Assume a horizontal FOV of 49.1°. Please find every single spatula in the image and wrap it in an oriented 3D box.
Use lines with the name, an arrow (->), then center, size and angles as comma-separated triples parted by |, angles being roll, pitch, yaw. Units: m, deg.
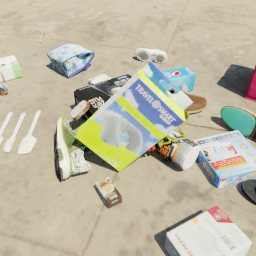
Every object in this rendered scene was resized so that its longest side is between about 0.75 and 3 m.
spatula -> -4.006, 0.112, 10.158 | 1.600, 0.185, 2.302 | -4, 39, 4

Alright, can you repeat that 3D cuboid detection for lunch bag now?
lunch bag -> -2.714, -3.394, 13.532 | 1.504, 1.127, 1.769 | 32, 59, 32

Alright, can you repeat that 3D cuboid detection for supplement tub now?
supplement tub -> 1.417, 0.597, 8.962 | 1.517, 0.929, 0.929 | 31, 49, 33

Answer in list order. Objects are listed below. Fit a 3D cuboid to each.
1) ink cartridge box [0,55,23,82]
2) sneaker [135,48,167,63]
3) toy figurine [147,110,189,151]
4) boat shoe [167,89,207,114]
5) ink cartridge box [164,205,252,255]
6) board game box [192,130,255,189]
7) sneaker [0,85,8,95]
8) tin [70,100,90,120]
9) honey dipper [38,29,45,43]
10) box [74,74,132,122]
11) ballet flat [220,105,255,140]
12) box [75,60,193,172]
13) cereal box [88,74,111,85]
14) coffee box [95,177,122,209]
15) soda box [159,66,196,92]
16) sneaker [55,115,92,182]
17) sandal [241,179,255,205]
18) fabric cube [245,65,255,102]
ink cartridge box -> -5.905, -2.706, 13.056 | 1.591, 0.668, 1.158 | -21, 44, -22
sneaker -> 1.199, -3.782, 14.463 | 1.683, 0.656, 0.836 | 14, 35, 3
toy figurine -> 0.388, -0.247, 8.693 | 2.583, 1.548, 1.363 | -17, 40, 30
boat shoe -> 1.904, -1.130, 11.068 | 2.458, 0.830, 0.885 | 5, 40, 6
ink cartridge box -> 1.834, 2.748, 6.610 | 1.607, 0.665, 1.171 | -20, 44, -22
board game box -> 3.186, 0.932, 8.900 | 1.745, 0.488, 1.709 | -11, 42, -13
sneaker -> -5.749, -1.803, 12.114 | 1.381, 0.520, 0.609 | 10, 41, 11
tin -> -1.641, -0.607, 9.489 | 0.795, 0.166, 0.445 | -42, 52, 9
honey dipper -> -5.133, -5.444, 16.616 | 0.301, 0.301, 1.584 | -5, 42, -6
box -> -0.499, -0.881, 10.592 | 2.464, 1.061, 2.018 | -21, 45, -23
ballet flat -> 4.574, -0.015, 9.891 | 2.704, 0.921, 0.909 | 36, 31, 29
box -> 0.160, -0.213, 7.984 | 1.829, 2.999, 0.715 | 40, 26, -18
cereal box -> -1.062, -1.957, 12.498 | 0.907, 0.249, 1.261 | -27, 47, -28
coffee box -> -0.556, 1.832, 7.967 | 0.459, 0.320, 0.803 | -21, 45, -23
soda box -> 1.575, -1.891, 11.946 | 2.522, 0.855, 0.809 | -13, 42, -15
sneaker -> -1.771, 0.605, 9.129 | 1.163, 1.010, 2.625 | 3, 43, -19
sandal -> 4.324, 1.988, 7.577 | 2.421, 0.579, 0.910 | 28, 48, 29
fabric cube -> 6.586, -2.422, 11.315 | 2.472, 2.511, 2.520 | 22, 45, 25
